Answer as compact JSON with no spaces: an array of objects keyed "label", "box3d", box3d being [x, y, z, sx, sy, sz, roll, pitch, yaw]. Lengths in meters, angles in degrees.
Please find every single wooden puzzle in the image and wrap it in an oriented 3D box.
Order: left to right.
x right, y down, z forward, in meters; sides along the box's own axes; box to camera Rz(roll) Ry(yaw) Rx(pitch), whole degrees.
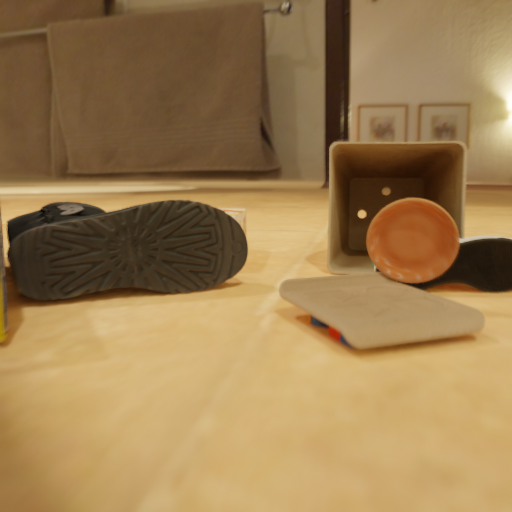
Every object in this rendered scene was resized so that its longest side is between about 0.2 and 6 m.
[{"label":"wooden puzzle","box3d":[1.177,0.571,5.625,1.481,0.370,1.599,-4,15,-20]}]

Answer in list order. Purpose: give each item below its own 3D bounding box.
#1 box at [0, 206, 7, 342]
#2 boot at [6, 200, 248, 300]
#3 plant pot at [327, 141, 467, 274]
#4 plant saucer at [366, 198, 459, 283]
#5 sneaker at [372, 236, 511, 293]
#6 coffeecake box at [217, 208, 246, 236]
[{"label":"box","box3d":[-3.760,-0.245,6.577,1.462,1.593,4.546,-4,10,-25]},{"label":"boot","box3d":[-2.134,-0.235,8.394,2.986,1.189,3.623,-2,5,-23]},{"label":"plant pot","box3d":[2.145,-0.692,8.965,1.948,1.950,1.727,1,1,8]},{"label":"plant saucer","box3d":[1.741,-0.179,6.267,0.988,0.988,0.185,2,21,14]},{"label":"sneaker","box3d":[2.586,-0.036,7.580,2.116,0.885,1.278,-1,23,3]},{"label":"coffeecake box","box3d":[-1.126,-0.344,9.608,1.696,0.807,2.210,1,10,6]}]
